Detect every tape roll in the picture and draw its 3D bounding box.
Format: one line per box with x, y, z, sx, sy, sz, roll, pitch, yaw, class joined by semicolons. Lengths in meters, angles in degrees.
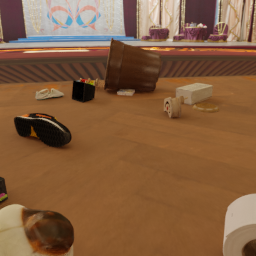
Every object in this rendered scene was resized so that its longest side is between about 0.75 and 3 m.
2.134;1.750;4.428;1.183;1.183;0.812;8;22;20;tape roll

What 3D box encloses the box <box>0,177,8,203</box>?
-3.282;1.389;6.295;0.895;0.556;0.664;11;23;29;box

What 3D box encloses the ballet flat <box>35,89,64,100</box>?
-4.200;-1.864;15.096;1.587;0.551;0.551;-14;25;-34;ballet flat

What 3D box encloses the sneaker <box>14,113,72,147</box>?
-2.754;-0.105;9.756;2.646;0.925;1.190;11;26;33;sneaker

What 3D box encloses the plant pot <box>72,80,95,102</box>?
-2.289;-1.930;14.760;1.003;1.000;0.890;18;16;39;plant pot

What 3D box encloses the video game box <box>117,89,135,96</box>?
-0.106;-2.044;16.028;0.871;0.204;0.794;4;18;11;video game box

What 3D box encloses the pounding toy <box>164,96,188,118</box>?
2.159;-0.893;12.158;0.899;0.897;1.568;-3;2;-7;pounding toy

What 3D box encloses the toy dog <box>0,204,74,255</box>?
-1.844;1.871;3.254;2.618;1.884;2.700;24;29;27;toy dog

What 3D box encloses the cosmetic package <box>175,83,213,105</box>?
3.486;-1.828;14.700;1.987;0.726;1.029;-19;28;-40;cosmetic package

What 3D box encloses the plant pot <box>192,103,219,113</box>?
3.677;-0.986;13.240;1.230;0.169;1.230;1;21;0;plant pot

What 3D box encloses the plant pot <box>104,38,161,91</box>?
0.270;-3.476;16.354;2.960;2.990;2.990;9;20;-5;plant pot

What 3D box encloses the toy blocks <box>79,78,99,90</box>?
-2.708;-2.728;17.332;1.585;0.575;1.321;2;20;5;toy blocks
